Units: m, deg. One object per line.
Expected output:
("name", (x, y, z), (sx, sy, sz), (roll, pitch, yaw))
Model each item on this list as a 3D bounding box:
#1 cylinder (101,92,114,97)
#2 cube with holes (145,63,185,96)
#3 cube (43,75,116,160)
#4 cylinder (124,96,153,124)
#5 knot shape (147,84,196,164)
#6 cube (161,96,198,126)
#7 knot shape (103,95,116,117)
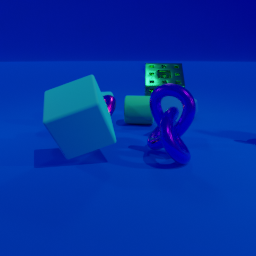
("cylinder", (-0.999, -1.053, 11.027), (0.722, 0.722, 0.722), (-6, 16, -23))
("cube with holes", (1.309, -1.466, 10.452), (1.352, 1.352, 1.352), (1, 48, 2))
("cube", (-0.971, -0.224, 5.671), (1.077, 1.077, 1.077), (-20, 41, 2))
("cylinder", (0.366, -0.579, 8.966), (0.894, 0.894, 0.894), (2, 15, 7))
("knot shape", (0.899, -0.161, 5.969), (0.777, 1.573, 1.681), (-2, 21, -11))
("cube", (1.330, -0.501, 7.540), (0.780, 0.780, 0.780), (38, -5, 23))
("knot shape", (-1.416, -0.542, 8.598), (1.887, 0.932, 2.016), (-4, 9, -18))
